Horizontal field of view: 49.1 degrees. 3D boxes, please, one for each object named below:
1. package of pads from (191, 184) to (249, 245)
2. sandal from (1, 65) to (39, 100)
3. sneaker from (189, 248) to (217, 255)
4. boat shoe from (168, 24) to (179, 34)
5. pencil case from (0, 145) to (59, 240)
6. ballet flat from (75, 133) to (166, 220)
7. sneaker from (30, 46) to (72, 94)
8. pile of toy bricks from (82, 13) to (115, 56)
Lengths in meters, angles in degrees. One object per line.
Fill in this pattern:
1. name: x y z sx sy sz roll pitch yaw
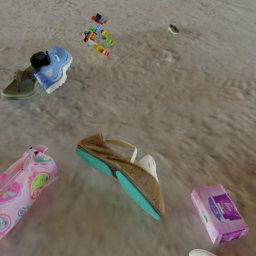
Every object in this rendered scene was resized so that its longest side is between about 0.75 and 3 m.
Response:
1. package of pads: 1.694 1.582 5.277 0.642 0.403 1.065 -9 41 -10
2. sandal: -3.273 -1.620 8.852 0.959 0.689 2.414 4 40 5
3. sneaker: 1.363 2.283 4.530 0.824 0.290 0.385 20 39 18
4. boat shoe: 2.049 -4.436 12.536 0.278 0.256 0.778 -15 42 -17
5. pencil case: -2.256 1.281 5.239 0.963 0.963 2.204 20 45 22
6. ballet flat: -0.026 0.793 5.811 2.509 0.851 0.907 31 62 34
7. sneaker: -2.429 -2.099 8.808 0.915 1.039 2.330 -31 34 15
8. pile of toy bricks: -0.997 -3.626 11.133 1.120 1.258 2.268 27 17 -29
